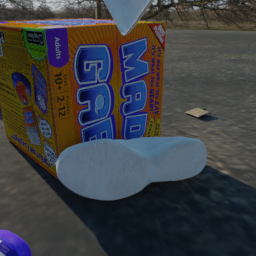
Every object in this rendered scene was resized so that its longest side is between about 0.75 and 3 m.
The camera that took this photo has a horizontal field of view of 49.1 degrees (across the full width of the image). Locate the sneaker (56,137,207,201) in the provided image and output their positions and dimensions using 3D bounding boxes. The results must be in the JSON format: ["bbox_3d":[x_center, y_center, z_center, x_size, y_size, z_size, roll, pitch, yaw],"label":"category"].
[{"bbox_3d":[0.019,0.624,5.475,2.848,1.072,1.260,-2,11,-21],"label":"sneaker"}]

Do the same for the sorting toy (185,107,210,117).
[{"bbox_3d":[2.303,-0.506,8.926,0.805,0.119,0.595,-19,25,-31],"label":"sorting toy"}]

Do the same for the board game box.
[{"bbox_3d":[-1.156,-0.988,6.569,2.841,2.840,2.843,-20,30,-39],"label":"board game box"}]

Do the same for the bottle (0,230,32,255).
[{"bbox_3d":[-1.829,1.812,3.028,0.666,0.521,1.595,14,27,25],"label":"bottle"}]

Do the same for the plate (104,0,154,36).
[{"bbox_3d":[0.100,-1.637,2.898,0.162,1.001,1.003,0,55,-45],"label":"plate"}]
